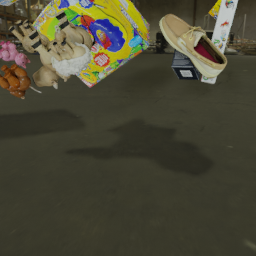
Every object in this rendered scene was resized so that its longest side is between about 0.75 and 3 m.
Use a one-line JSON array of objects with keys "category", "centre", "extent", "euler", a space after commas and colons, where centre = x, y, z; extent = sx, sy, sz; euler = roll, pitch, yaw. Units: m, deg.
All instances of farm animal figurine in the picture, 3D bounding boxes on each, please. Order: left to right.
[{"category": "farm animal figurine", "centre": [-1.493, -1.367, 5.324], "extent": [1.988, 1.048, 2.010], "euler": [-21, 48, 18]}]

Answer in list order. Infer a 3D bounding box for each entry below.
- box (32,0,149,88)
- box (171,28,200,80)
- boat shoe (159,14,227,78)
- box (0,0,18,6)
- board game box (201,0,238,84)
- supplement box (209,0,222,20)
[{"category": "box", "centre": [-1.136, -3.254, 9.063], "extent": [2.600, 2.699, 1.647], "euler": [-29, 35, 29]}, {"category": "box", "centre": [1.830, -2.205, 8.438], "extent": [0.663, 1.239, 0.920], "euler": [7, -12, 26]}, {"category": "boat shoe", "centre": [1.605, -2.076, 6.711], "extent": [0.722, 1.951, 0.648], "euler": [-48, 2, -20]}, {"category": "box", "centre": [-1.771, -2.320, 4.363], "extent": [0.878, 0.445, 0.494], "euler": [-18, 14, 17]}, {"category": "board game box", "centre": [2.482, -2.400, 7.567], "extent": [0.390, 2.251, 1.421], "euler": [16, 19, 14]}, {"category": "supplement box", "centre": [3.095, -3.973, 9.144], "extent": [0.457, 0.835, 0.455], "euler": [40, 28, 2]}]
